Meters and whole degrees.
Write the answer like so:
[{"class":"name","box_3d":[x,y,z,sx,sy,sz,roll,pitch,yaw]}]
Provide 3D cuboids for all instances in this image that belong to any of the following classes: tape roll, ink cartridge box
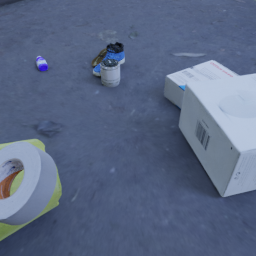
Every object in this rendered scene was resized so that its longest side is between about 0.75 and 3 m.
[{"class":"tape roll","box_3d":[-1.455,0.708,3.658,1.034,0.342,1.034,-13,57,20]},{"class":"ink cartridge box","box_3d":[2.724,-1.490,10.270,2.254,0.968,1.651,-21,46,-23]}]

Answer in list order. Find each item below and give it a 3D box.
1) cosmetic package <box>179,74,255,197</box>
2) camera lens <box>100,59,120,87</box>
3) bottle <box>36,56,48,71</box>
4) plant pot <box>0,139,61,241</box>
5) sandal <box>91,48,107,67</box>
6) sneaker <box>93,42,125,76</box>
[{"class":"cosmetic package","box_3d":[3.437,0.011,7.946,2.949,1.813,2.940,-10,43,-11]},{"class":"camera lens","box_3d":[-0.698,-2.197,11.074,0.768,0.960,0.768,0,42,0]},{"class":"bottle","box_3d":[-3.801,-2.849,12.291,0.404,0.316,0.968,-16,44,-18]},{"class":"plant pot","box_3d":[-2.940,1.372,6.166,2.443,2.657,2.657,-19,44,-35]},{"class":"sandal","box_3d":[-1.071,-3.165,12.640,0.598,0.402,1.490,23,61,31]},{"class":"sneaker","box_3d":[-0.818,-3.015,11.913,0.732,1.061,1.906,28,49,28]}]
